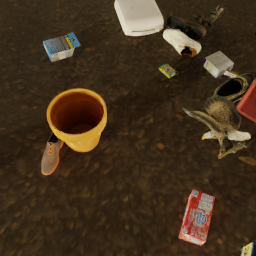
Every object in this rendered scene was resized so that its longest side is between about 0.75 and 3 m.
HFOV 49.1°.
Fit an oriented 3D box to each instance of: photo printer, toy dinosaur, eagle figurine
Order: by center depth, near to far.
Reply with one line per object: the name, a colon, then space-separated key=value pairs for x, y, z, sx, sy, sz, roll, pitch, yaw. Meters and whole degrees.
eagle figurine: x=3.417 y=-0.112 z=10.822 sx=1.843 sy=1.853 sz=2.442 roll=-26 pitch=80 yaw=18
photo printer: x=0.612 y=-6.074 z=15.151 sx=2.242 sy=0.936 sz=2.695 roll=-11 pitch=57 yaw=-7
toy dinosaur: x=4.226 y=-5.997 z=15.356 sx=2.035 sy=0.783 sz=1.041 roll=-8 pitch=44 yaw=3

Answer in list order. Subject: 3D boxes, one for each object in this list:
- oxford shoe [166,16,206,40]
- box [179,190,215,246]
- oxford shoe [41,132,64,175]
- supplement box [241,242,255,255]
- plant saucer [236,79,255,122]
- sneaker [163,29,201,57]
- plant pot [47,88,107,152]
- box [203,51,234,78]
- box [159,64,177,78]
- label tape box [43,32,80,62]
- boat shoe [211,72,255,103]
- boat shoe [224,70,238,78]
oxford shoe: x=3.089 y=-5.352 z=14.893 sx=2.269 sy=0.824 sz=0.958 roll=33 pitch=46 yaw=18
box: x=2.310 y=2.988 z=9.379 sx=0.778 sy=0.746 sz=1.562 roll=17 pitch=59 yaw=11
oxford shoe: x=-2.985 y=0.895 z=10.789 sx=0.651 sy=0.666 sz=1.826 roll=4 pitch=57 yaw=3
supplement box: x=4.095 y=4.075 z=8.496 sx=1.041 sy=1.040 sz=0.699 roll=18 pitch=59 yaw=12
plant saucer: x=6.100 y=-0.862 z=11.995 sx=2.401 sy=0.441 sz=2.396 roll=35 pitch=63 yaw=15
sneaker: x=2.571 y=-4.264 z=14.078 sx=2.112 sy=0.769 sz=0.894 roll=31 pitch=60 yaw=17
plant pot: x=-1.824 y=-0.089 z=10.681 sx=2.097 sy=1.919 sz=2.097 roll=0 pitch=57 yaw=-1
box: x=4.309 y=-3.053 z=13.434 sx=0.938 sy=0.535 sz=1.020 roll=-27 pitch=61 yaw=-16
box: x=1.890 y=-2.784 z=13.472 sx=0.474 sy=0.195 sz=0.807 roll=-34 pitch=62 yaw=-21
label tape box: x=-3.297 y=-4.080 z=14.116 sx=1.609 sy=0.509 sz=1.160 roll=-22 pitch=60 yaw=-13
boat shoe: x=4.787 y=-1.765 z=12.414 sx=2.785 sy=0.839 sz=0.993 roll=-35 pitch=64 yaw=-21
boat shoe: x=4.908 y=-2.515 z=13.263 sx=0.776 sy=0.269 sz=0.275 roll=17 pitch=39 yaw=-12
